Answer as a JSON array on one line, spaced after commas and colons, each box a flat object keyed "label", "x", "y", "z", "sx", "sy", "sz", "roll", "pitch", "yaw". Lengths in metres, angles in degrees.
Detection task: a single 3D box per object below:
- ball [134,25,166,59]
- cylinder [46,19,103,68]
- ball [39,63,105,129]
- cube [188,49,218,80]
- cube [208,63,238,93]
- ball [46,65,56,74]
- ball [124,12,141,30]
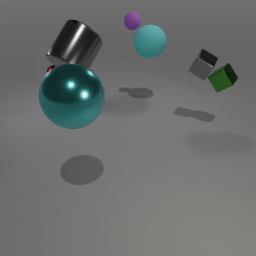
[{"label": "ball", "x": 0.954, "y": -3.720, "z": 12.117, "sx": 1.400, "sy": 1.400, "sz": 1.400, "roll": 0, "pitch": 29, "yaw": 0}, {"label": "cylinder", "x": -1.767, "y": -2.605, "z": 9.368, "sx": 1.400, "sy": 1.400, "sz": 1.400, "roll": 22, "pitch": 80, "yaw": 34}, {"label": "ball", "x": -1.192, "y": -0.675, "z": 6.030, "sx": 1.400, "sy": 1.400, "sz": 1.400, "roll": 0, "pitch": 29, "yaw": 0}, {"label": "cube", "x": 2.786, "y": -2.348, "z": 10.370, "sx": 0.700, "sy": 0.700, "sz": 0.700, "roll": 32, "pitch": 51, "yaw": 3}, {"label": "cube", "x": 3.541, "y": -1.869, "z": 10.438, "sx": 0.700, "sy": 0.700, "sz": 0.700, "roll": -26, "pitch": 12, "yaw": 47}, {"label": "ball", "x": -3.215, "y": -2.399, "z": 12.240, "sx": 0.700, "sy": 0.700, "sz": 0.700, "roll": 0, "pitch": 29, "yaw": 0}, {"label": "ball", "x": 0.182, "y": -4.461, "z": 11.697, "sx": 0.700, "sy": 0.700, "sz": 0.700, "roll": 0, "pitch": 29, "yaw": 0}]
